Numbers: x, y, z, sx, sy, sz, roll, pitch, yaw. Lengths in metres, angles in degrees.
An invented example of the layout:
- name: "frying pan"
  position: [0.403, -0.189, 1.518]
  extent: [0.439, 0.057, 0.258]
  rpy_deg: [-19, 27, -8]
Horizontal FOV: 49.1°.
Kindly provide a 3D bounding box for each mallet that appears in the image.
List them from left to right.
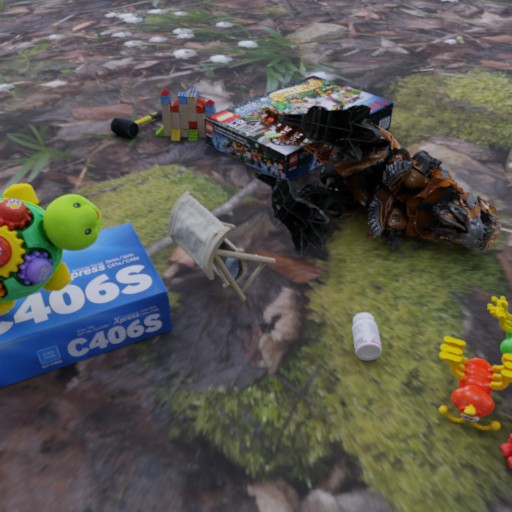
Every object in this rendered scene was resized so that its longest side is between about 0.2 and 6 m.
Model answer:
- name: "mallet"
  position: [-3.248, -3.995, 16.267]
  extent: [0.762, 0.476, 2.312]
  rpy_deg: [15, 35, 24]

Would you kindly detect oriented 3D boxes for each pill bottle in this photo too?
- name: "pill bottle"
  position: [1.846, 1.344, 9.411]
  extent: [0.427, 0.427, 0.754]
  rpy_deg: [1, 40, 1]

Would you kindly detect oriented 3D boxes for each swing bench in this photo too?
- name: "swing bench"
  position: [-0.729, -0.173, 9.889]
  extent: [0.964, 1.486, 1.479]
  rpy_deg: [-51, 47, 4]

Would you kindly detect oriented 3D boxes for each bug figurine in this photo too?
- name: "bug figurine"
  position: [4.673, 1.924, 8.281]
  extent: [3.705, 0.953, 2.873]
  rpy_deg: [16, 35, 25]

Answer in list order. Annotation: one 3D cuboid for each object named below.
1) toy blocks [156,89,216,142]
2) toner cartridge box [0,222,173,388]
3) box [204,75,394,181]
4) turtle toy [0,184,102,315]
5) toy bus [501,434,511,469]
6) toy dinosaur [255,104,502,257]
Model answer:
- name: "toy blocks"
  position: [-1.840, -3.973, 15.439]
  extent: [1.918, 1.311, 0.959]
  rpy_deg: [3, 38, 3]
- name: "toner cartridge box"
  position: [-3.981, 0.956, 9.432]
  extent: [4.643, 1.002, 2.205]
  rpy_deg: [-17, 42, -21]
- name: "box"
  position: [1.221, -3.656, 15.422]
  extent: [4.430, 0.835, 3.025]
  rpy_deg: [-32, 48, -34]
- name: "turtle toy"
  position: [-3.445, -0.188, 8.213]
  extent: [2.424, 1.766, 1.225]
  rpy_deg: [-23, 7, -10]
- name: "toy bus"
  position: [4.087, 2.394, 7.781]
  extent: [1.444, 1.021, 1.504]
  rpy_deg: [-15, 36, 7]
- name: "toy dinosaur"
  position: [2.181, -1.663, 12.031]
  extent: [5.730, 2.927, 3.889]
  rpy_deg: [15, 17, 39]
